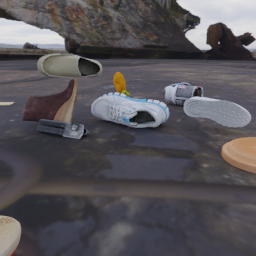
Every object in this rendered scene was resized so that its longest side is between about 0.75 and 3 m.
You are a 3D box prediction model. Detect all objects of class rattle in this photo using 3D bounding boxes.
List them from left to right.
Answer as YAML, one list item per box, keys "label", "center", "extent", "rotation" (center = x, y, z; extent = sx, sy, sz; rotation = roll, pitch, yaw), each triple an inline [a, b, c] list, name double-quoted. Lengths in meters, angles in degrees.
- label: "rattle"
  center: [0.263, -1.326, 11.133]
  extent: [1.418, 1.555, 2.177]
  rotation: [10, 6, -23]

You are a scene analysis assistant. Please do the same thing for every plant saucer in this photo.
- label: "plant saucer"
  center: [3.295, 0.605, 6.730]
  extent: [1.977, 0.319, 1.977]
  rotation: [1, 17, 0]

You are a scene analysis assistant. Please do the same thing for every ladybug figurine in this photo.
- label: "ladybug figurine"
  center: [-1.927, 1.543, 3.278]
  extent: [0.991, 0.525, 1.460]
  rotation: [15, 22, 39]

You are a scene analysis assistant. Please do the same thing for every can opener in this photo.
- label: "can opener"
  center: [-1.990, 0.056, 8.593]
  extent: [1.646, 0.439, 0.550]
  rotation: [8, -14, 26]

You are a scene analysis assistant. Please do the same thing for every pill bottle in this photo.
- label: "pill bottle"
  center: [2.498, -1.459, 12.498]
  extent: [1.527, 0.885, 0.885]
  rotation: [9, 19, 25]

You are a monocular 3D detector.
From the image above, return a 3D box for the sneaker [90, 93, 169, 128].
- label: "sneaker"
  center: [-0.074, -0.524, 9.357]
  extent: [2.748, 1.030, 1.191]
  rotation: [5, 23, 17]

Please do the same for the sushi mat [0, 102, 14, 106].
- label: "sushi mat"
  center: [-5.809, -1.106, 12.744]
  extent: [1.153, 0.070, 0.552]
  rotation: [0, 16, 0]

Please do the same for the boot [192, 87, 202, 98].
- label: "boot"
  center: [2.633, -1.081, 11.155]
  extent: [0.530, 0.946, 1.367]
  rotation: [7, 19, 22]

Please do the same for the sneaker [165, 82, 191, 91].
- label: "sneaker"
  center: [2.784, -2.283, 15.799]
  extent: [1.561, 0.585, 0.677]
  rotation: [-6, 13, -19]

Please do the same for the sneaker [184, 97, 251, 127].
- label: "sneaker"
  center: [2.837, -0.603, 8.835]
  extent: [2.049, 0.783, 0.825]
  rotation: [20, 22, 27]

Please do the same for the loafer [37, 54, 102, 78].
- label: "loafer"
  center: [-1.819, -2.040, 9.140]
  extent: [2.154, 0.815, 0.735]
  rotation: [-4, 7, -23]

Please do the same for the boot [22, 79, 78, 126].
- label: "boot"
  center: [-2.571, -0.971, 9.451]
  extent: [1.598, 1.921, 0.695]
  rotation: [10, -25, -4]
